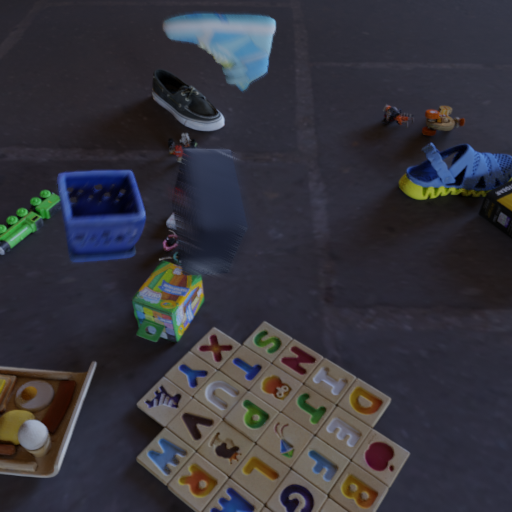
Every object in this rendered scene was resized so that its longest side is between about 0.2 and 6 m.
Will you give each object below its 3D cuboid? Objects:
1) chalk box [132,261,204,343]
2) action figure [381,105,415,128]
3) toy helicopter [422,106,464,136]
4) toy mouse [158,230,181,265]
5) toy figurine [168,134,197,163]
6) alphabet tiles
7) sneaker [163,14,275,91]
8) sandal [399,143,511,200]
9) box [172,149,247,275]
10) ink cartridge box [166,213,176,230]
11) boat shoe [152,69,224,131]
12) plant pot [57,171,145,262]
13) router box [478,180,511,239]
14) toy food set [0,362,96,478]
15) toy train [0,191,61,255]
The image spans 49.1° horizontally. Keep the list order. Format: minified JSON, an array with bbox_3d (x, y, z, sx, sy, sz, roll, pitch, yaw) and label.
[{"bbox_3d":[-1.562,0.875,9.613,0.818,0.812,1.311,17,48,16],"label":"chalk box"},{"bbox_3d":[3.618,-3.609,14.223,0.831,0.449,0.859,32,53,17],"label":"action figure"},{"bbox_3d":[4.744,-3.460,14.024,0.942,0.562,1.425,13,37,18],"label":"toy helicopter"},{"bbox_3d":[-1.504,-0.099,10.965,1.125,0.218,1.000,33,54,28],"label":"toy mouse"},{"bbox_3d":[-1.728,-2.536,13.205,0.629,0.438,0.620,-29,47,-23],"label":"toy figurine"},{"bbox_3d":[0.187,2.601,8.422,3.765,0.119,3.133,29,52,25],"label":"alphabet tiles"},{"bbox_3d":[-0.753,-4.154,11.540,2.275,1.485,0.905,-2,31,-7],"label":"sneaker"},{"bbox_3d":[4.457,-1.915,12.111,2.602,1.133,1.034,-8,45,-11],"label":"sandal"},{"bbox_3d":[-0.731,-0.630,8.203,0.728,1.273,1.398,-2,60,-19],"label":"box"},{"bbox_3d":[-1.413,-0.747,11.633,0.717,0.205,0.583,13,47,18],"label":"ink cartridge box"},{"bbox_3d":[-1.840,-4.013,14.382,0.893,0.736,2.601,-35,55,-29],"label":"boat shoe"},{"bbox_3d":[-2.117,-0.495,7.608,1.018,0.915,1.018,-5,48,-22],"label":"plant pot"},{"bbox_3d":[6.162,-0.971,11.511,2.389,0.624,1.878,-25,51,-22],"label":"router box"},{"bbox_3d":[-3.778,2.247,8.343,2.398,0.724,1.720,4,46,4],"label":"toy food set"},{"bbox_3d":[-4.709,-0.672,11.433,0.533,0.394,1.889,28,52,11],"label":"toy train"}]
